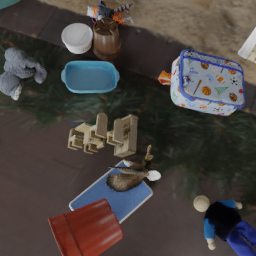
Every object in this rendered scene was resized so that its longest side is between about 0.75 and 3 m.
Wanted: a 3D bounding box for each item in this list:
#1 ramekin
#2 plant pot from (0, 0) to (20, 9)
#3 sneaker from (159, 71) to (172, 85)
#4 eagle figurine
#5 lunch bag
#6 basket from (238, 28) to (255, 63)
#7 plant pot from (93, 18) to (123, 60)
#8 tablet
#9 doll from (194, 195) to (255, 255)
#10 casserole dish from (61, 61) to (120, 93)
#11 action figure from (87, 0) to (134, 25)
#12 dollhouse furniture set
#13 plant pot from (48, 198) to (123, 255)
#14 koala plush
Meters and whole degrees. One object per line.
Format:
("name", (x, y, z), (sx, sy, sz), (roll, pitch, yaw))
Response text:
("ramekin", (-2.095, -3.733, 11.835), (1.299, 0.605, 1.299), (0, 65, 0))
("plant pot", (-5.504, -6.415, 12.366), (1.617, 2.015, 2.015), (-30, 69, -28))
("sneaker", (1.972, -1.898, 11.054), (1.494, 0.545, 0.576), (22, 69, 9))
("eagle figurine", (0.133, 1.419, 9.192), (1.629, 1.229, 1.236), (-30, 107, -35))
("lunch bag", (2.917, -1.747, 10.394), (2.802, 1.059, 2.245), (12, 70, -13))
("basket", (6.212, -3.926, 11.203), (1.830, 2.011, 2.967), (38, 71, 11))
("plant pot", (-0.863, -3.699, 11.467), (1.275, 1.262, 1.275), (0, 67, -1))
("tablet", (-0.555, 2.367, 9.356), (2.448, 0.167, 1.593), (-38, 71, -16))
("doll", (3.122, 3.128, 8.764), (1.769, 0.628, 2.593), (-42, 73, -18))
("casserole dish", (-1.460, -1.948, 10.964), (2.227, 0.432, 1.349), (-3, 68, -14))
("action figure", (-0.843, -5.177, 12.285), (1.933, 1.045, 1.998), (-5, 65, -12))
("dollhouse furniture set", (-0.719, 0.061, 9.436), (1.999, 1.752, 1.328), (20, 62, -34))
("plant pot", (-1.162, 2.992, 8.130), (1.698, 1.746, 1.746), (-25, 68, -18))
("koala plush", (-4.311, -2.006, 10.689), (1.541, 1.597, 1.738), (29, 81, 13))
